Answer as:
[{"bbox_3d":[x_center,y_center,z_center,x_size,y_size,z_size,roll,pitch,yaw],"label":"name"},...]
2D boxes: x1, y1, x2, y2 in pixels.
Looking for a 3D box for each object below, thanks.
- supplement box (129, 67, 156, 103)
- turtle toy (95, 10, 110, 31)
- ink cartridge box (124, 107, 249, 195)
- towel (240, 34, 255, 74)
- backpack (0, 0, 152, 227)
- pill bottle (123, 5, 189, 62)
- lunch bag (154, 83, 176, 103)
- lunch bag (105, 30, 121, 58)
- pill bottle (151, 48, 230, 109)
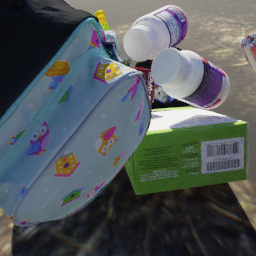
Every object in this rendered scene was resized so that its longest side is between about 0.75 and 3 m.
[{"bbox_3d":[-0.882,-1.121,6.684,2.754,0.838,1.499,1,10,-28],"label":"supplement box"},{"bbox_3d":[-1.232,-3.913,11.673,1.130,1.629,2.235,-21,35,8],"label":"turtle toy"},{"bbox_3d":[0.937,0.253,6.321,2.182,1.118,2.952,-6,11,-7],"label":"ink cartridge box"},{"bbox_3d":[3.368,-1.158,4.519,2.600,1.903,0.389,3,77,35],"label":"towel"},{"bbox_3d":[-0.711,-0.102,2.889,1.619,2.112,1.856,36,89,10],"label":"backpack"},{"bbox_3d":[1.118,-3.707,11.078,1.662,1.662,2.983,20,41,25],"label":"pill bottle"},{"bbox_3d":[1.117,-1.269,8.633,1.131,0.700,0.961,35,46,26],"label":"lunch bag"},{"bbox_3d":[-1.164,-2.450,9.562,1.914,1.535,0.738,-5,32,3],"label":"lunch bag"},{"bbox_3d":[1.217,-0.957,5.466,1.634,0.910,0.910,12,21,-45],"label":"pill bottle"}]
